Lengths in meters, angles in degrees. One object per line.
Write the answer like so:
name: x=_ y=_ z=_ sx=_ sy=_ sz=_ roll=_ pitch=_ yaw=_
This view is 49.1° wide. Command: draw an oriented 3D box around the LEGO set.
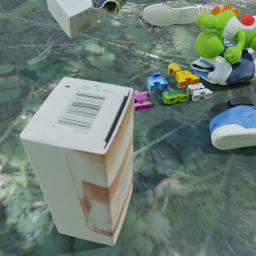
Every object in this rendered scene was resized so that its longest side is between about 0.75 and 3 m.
LEGO set: x=1.298 y=-1.409 z=8.735 sx=2.566 sy=0.979 sz=1.053 roll=-10 pitch=45 yaw=-12

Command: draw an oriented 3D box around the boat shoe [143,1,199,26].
boat shoe: x=1.894 y=-5.293 z=12.866 sx=2.708 sy=0.968 sz=0.809 roll=-6 pitch=43 yaw=-15

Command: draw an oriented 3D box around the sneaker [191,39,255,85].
sneaker: x=3.092 y=-2.604 z=9.838 sx=2.084 sy=1.147 sz=2.847 roll=-5 pitch=49 yaw=-12

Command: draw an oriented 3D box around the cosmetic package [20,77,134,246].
cosmetic package: x=-0.661 y=0.743 z=5.047 sx=1.267 sy=2.904 sz=1.501 roll=11 pitch=48 yaw=10

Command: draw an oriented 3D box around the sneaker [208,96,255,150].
sneaker: x=3.487 y=-0.231 z=7.440 sx=2.656 sy=1.019 sz=1.477 roll=-3 pitch=52 yaw=6

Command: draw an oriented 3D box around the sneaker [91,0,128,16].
sneaker: x=-0.355 y=-2.884 z=6.261 sx=0.569 sy=0.762 sz=1.698 roll=4 pitch=14 yaw=25

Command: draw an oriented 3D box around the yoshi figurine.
yoshi figurine: x=3.281 y=-2.761 z=8.961 sx=2.946 sy=1.649 sz=1.656 roll=6 pitch=-4 yaw=-25

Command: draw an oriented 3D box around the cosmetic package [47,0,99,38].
cosmetic package: x=-1.727 y=-3.791 z=8.720 sx=1.097 sy=1.091 sz=1.311 roll=-35 pitch=82 yaw=-17
